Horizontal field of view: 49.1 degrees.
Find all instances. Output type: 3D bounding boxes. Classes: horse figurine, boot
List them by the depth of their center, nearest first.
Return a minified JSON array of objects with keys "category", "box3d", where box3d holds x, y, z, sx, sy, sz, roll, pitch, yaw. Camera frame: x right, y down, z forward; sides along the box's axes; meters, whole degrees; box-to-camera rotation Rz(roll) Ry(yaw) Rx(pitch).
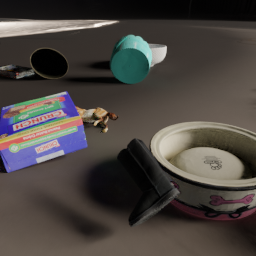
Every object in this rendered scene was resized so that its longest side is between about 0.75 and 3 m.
[{"category":"boot","box3d":[0.122,0.771,4.074,0.846,0.337,1.026,-38,64,3]},{"category":"horse figurine","box3d":[-1.030,-0.286,7.644,1.634,0.408,1.083,0,31,5]}]

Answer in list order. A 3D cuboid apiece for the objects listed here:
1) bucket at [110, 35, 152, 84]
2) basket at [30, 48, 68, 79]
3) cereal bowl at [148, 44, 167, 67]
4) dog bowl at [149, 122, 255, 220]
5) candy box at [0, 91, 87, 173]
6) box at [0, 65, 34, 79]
[{"category":"bucket","box3d":[0.123,-2.707,11.285,1.776,1.776,1.156,2,36,5]},{"category":"basket","box3d":[-3.656,-2.926,12.345,1.615,1.218,1.791,16,9,-33]},{"category":"cereal bowl","box3d":[0.742,-3.613,13.986,2.369,0.987,2.369,-1,22,0]},{"category":"dog bowl","box3d":[1.489,0.699,5.027,2.254,0.831,2.254,1,25,0]},{"category":"candy box","box3d":[-1.992,-0.037,6.429,1.707,0.777,2.019,-17,29,-14]},{"category":"box","box3d":[-5.113,-2.548,12.586,1.459,0.291,0.999,14,28,27]}]
